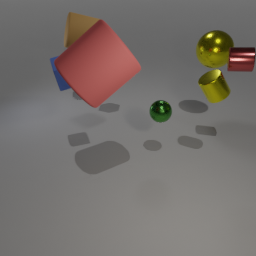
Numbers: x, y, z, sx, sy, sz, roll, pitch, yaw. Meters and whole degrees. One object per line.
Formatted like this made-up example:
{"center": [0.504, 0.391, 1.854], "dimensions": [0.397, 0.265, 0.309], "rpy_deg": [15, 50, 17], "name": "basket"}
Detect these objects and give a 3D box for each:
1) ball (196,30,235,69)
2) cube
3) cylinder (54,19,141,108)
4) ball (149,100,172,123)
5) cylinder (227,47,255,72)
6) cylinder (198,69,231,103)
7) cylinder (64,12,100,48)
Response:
{"center": [3.282, -2.962, 10.591], "dimensions": [1.400, 1.400, 1.400], "rpy_deg": [0, 29, 0], "name": "ball"}
{"center": [-1.698, -1.578, 7.811], "dimensions": [0.700, 0.700, 0.700], "rpy_deg": [-18, 45, -9], "name": "cube"}
{"center": [-0.666, -1.411, 6.279], "dimensions": [1.400, 1.400, 1.400], "rpy_deg": [-40, 32, 6], "name": "cylinder"}
{"center": [1.008, -0.512, 8.643], "dimensions": [0.700, 0.700, 0.700], "rpy_deg": [0, 29, 0], "name": "ball"}
{"center": [3.322, -2.016, 8.249], "dimensions": [0.700, 0.700, 0.700], "rpy_deg": [4, 29, 16], "name": "cylinder"}
{"center": [2.474, -1.193, 8.033], "dimensions": [0.700, 0.700, 0.700], "rpy_deg": [-29, 28, 17], "name": "cylinder"}
{"center": [-1.855, -3.937, 11.648], "dimensions": [1.400, 1.400, 1.400], "rpy_deg": [6, 26, -20], "name": "cylinder"}
